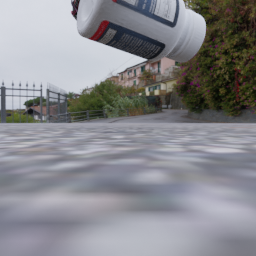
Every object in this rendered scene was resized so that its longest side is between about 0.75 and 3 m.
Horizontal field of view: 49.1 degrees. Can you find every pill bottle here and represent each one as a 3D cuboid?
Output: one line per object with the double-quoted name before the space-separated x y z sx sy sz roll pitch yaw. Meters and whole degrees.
"pill bottle" 0.357 -2.487 6.480 2.728 1.631 1.631 12 -5 -28

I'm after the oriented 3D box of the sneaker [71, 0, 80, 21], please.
"sneaker" -1.275 -3.625 7.731 0.694 0.643 1.722 -41 -12 -34
